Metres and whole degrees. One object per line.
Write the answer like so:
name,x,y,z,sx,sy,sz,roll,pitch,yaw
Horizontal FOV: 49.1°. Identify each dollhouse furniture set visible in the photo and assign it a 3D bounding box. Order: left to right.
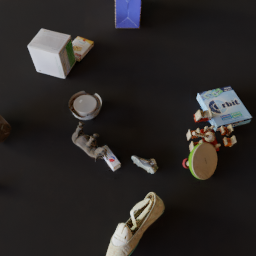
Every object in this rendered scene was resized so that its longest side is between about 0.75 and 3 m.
dollhouse furniture set,3.122,0.150,11.011,1.669,0.860,1.651,-7,68,-5

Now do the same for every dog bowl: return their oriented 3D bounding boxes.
dog bowl,-1.785,-0.933,11.829,1.374,0.403,1.374,0,56,0

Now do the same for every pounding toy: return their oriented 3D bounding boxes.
pounding toy,2.536,0.975,10.261,1.324,0.796,1.716,2,90,-34

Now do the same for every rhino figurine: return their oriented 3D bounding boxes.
rhino figurine,-1.405,0.618,10.536,1.916,0.838,0.573,38,26,26

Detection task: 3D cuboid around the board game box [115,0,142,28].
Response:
board game box,-0.017,-7.031,14.840,1.320,2.173,2.726,0,57,-2

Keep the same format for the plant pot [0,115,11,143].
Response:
plant pot,-5.428,-0.135,10.773,1.443,1.458,1.458,38,64,14

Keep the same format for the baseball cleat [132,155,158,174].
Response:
baseball cleat,0.644,1.272,10.429,1.031,0.359,0.549,37,57,11

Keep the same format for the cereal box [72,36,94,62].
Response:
cereal box,-2.453,-3.950,13.927,0.970,0.266,1.348,23,59,15

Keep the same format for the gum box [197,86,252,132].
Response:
gum box,3.995,-0.852,11.770,1.561,0.409,1.838,-14,57,-9

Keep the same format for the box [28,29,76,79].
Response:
box,-3.404,-3.379,12.772,1.553,1.545,1.330,17,58,11

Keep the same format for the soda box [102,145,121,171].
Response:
soda box,-0.681,1.120,10.508,0.332,0.311,0.976,-30,62,-19

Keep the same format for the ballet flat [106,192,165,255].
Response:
ballet flat,0.120,3.070,8.822,2.633,0.821,0.888,-43,26,-30
